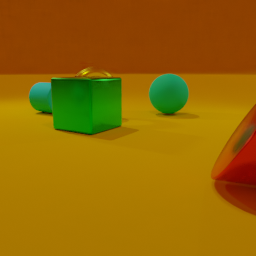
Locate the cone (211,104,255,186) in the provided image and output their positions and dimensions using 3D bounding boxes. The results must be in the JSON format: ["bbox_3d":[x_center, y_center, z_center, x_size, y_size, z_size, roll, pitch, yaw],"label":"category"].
[{"bbox_3d":[2.007,0.447,3.444,1.385,1.379,1.379,34,20,11],"label":"cone"}]

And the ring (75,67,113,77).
[{"bbox_3d":[-1.037,-1.041,8.465,1.589,1.589,0.318,-7,22,-32],"label":"ring"}]

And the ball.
[{"bbox_3d":[1.373,-1.150,9.454,1.336,1.336,1.336,0,12,0],"label":"ball"}]

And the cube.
[{"bbox_3d":[-1.037,-0.643,7.225,1.302,1.302,1.302,7,14,32],"label":"cube"}]

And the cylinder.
[{"bbox_3d":[-2.715,-1.054,9.791,1.041,1.041,1.041,8,14,34],"label":"cylinder"}]
